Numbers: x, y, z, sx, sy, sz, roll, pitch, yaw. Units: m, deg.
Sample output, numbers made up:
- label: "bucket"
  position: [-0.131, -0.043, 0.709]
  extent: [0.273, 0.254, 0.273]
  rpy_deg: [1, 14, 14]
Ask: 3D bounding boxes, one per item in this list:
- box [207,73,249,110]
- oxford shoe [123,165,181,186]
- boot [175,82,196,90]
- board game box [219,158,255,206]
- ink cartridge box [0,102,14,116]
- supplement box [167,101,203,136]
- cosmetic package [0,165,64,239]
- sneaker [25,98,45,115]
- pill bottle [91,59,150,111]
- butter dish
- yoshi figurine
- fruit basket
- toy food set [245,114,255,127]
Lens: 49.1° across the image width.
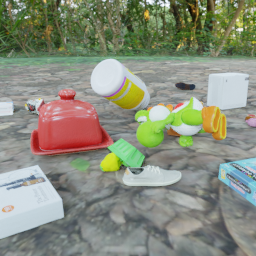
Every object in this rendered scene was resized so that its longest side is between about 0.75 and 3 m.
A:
- label: "box"
  position: [5.055, -1.901, 14.216]
  extent: [1.667, 1.676, 1.095]
  rpy_deg: [-8, 18, -24]
- label: "oxford shoe"
  position: [0.620, 1.157, 6.994]
  extent: [1.503, 0.434, 0.565]
  rpy_deg: [-1, 15, -8]
- label: "boot"
  position: [3.844, -2.825, 19.075]
  extent: [1.381, 0.516, 0.670]
  rpy_deg: [7, 6, 1]
- label: "board game box"
  position: [3.446, 1.210, 6.793]
  extent: [1.896, 0.445, 1.431]
  rpy_deg: [-6, 19, -19]
- label: "ink cartridge box"
  position: [-5.823, -0.926, 13.318]
  extent: [0.667, 0.393, 1.159]
  rpy_deg: [-6, 19, -19]
- label: "supplement box"
  position: [2.329, -0.423, 11.105]
  extent: [0.869, 0.841, 2.527]
  rpy_deg: [7, 19, 27]
- label: "cosmetic package"
  position: [-2.343, 1.480, 5.963]
  extent: [1.385, 0.475, 1.838]
  rpy_deg: [-14, 23, -29]
- label: "sneaker"
  position: [-4.239, -0.898, 12.848]
  extent: [0.836, 0.792, 2.035]
  rpy_deg: [-13, 13, -22]
- label: "pill bottle"
  position: [-0.175, -1.710, 12.297]
  extent: [1.556, 1.556, 2.985]
  rpy_deg: [13, -8, 34]
- label: "butter dish"
  position: [-1.937, -0.333, 9.172]
  extent: [2.528, 1.874, 2.535]
  rpy_deg: [-6, 20, -16]
- label: "yoshi figurine"
  position: [1.350, 0.056, 8.260]
  extent: [2.726, 1.532, 1.526]
  rpy_deg: [2, 25, 35]
- label: "fruit basket"
  position: [-0.220, 0.888, 7.660]
  extent: [1.112, 0.802, 1.112]
  rpy_deg: [-29, 36, 24]
- label: "toy food set"
  position: [5.489, -0.318, 11.573]
  extent: [1.341, 0.332, 2.109]
  rpy_deg: [1, 18, 4]
